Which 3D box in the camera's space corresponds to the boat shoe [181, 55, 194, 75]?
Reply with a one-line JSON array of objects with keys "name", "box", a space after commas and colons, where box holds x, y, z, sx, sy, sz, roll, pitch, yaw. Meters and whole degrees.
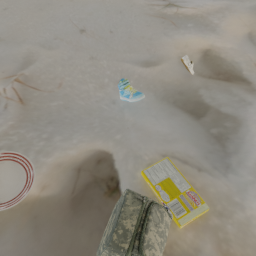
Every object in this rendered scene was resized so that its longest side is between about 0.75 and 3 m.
[{"name": "boat shoe", "box": [1.978, -2.014, 8.958, 0.277, 0.800, 0.283, -40, 46, 8]}]

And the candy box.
[{"name": "candy box", "box": [1.036, 1.421, 6.400, 0.793, 0.205, 1.552, -24, 54, -19]}]

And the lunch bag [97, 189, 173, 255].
[{"name": "lunch bag", "box": [0.204, 2.001, 5.368, 1.147, 0.953, 1.368, 27, 45, -3]}]

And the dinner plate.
[{"name": "dinner plate", "box": [-2.914, 1.215, 6.457, 1.527, 0.185, 1.527, 3, 51, -3]}]

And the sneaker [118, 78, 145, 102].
[{"name": "sneaker", "box": [0.043, -1.081, 7.846, 0.388, 0.637, 0.975, -33, 27, -33]}]
